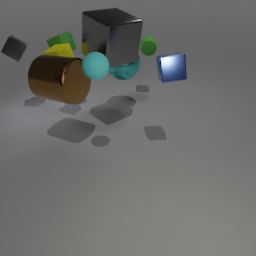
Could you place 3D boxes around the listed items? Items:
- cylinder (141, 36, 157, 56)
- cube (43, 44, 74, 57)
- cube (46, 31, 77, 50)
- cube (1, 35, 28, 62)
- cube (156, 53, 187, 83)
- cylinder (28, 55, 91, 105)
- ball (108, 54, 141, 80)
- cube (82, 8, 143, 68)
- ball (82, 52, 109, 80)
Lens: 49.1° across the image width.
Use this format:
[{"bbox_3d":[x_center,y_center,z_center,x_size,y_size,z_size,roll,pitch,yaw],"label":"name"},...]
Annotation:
[{"bbox_3d":[0.917,-3.672,12.489,0.700,0.700,0.700,1,35,2],"label":"cylinder"},{"bbox_3d":[-2.460,-2.569,10.113,0.700,0.700,0.700,8,42,32],"label":"cube"},{"bbox_3d":[-2.535,-3.209,10.743,0.700,0.700,0.700,-9,24,33],"label":"cube"},{"bbox_3d":[-4.321,-3.046,10.694,0.700,0.700,0.700,27,11,-25],"label":"cube"},{"bbox_3d":[1.230,-1.720,7.960,0.700,0.700,0.700,-8,18,0],"label":"cube"},{"bbox_3d":[-2.102,-1.516,8.711,1.400,1.400,1.400,12,32,27],"label":"cylinder"},{"bbox_3d":[-0.196,-2.631,11.293,1.400,1.400,1.400,0,30,0],"label":"ball"},{"bbox_3d":[-0.553,-2.948,9.129,1.400,1.400,1.400,-23,47,-34],"label":"cube"},{"bbox_3d":[-0.834,-1.592,7.195,0.700,0.700,0.700,0,30,0],"label":"ball"}]
